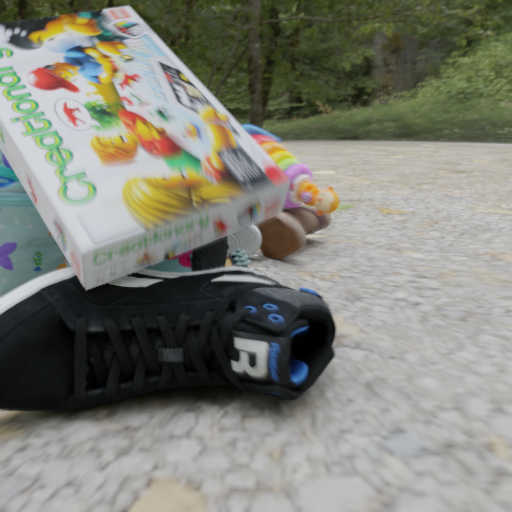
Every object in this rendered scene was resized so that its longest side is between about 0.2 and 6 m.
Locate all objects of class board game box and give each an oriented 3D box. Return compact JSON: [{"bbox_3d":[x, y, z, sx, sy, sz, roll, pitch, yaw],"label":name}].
[{"bbox_3d":[-1.304,-1.194,5.025,1.846,0.506,2.924,-24,60,-30],"label":"board game box"}]

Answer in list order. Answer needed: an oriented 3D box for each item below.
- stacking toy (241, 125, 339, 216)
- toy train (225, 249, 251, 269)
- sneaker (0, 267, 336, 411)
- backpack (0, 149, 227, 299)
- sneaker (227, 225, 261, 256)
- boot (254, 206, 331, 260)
[{"bbox_3d":[0.485,-1.223,9.412,2.240,1.300,1.230,33,15,37],"label":"stacking toy"},{"bbox_3d":[-0.318,0.186,7.680,0.497,0.372,0.872,-16,19,-5],"label":"toy train"},{"bbox_3d":[-0.573,0.625,4.271,2.897,1.058,1.620,-10,13,-37],"label":"sneaker"},{"bbox_3d":[-2.168,-0.555,6.612,3.313,2.494,2.941,-8,18,-15],"label":"backpack"},{"bbox_3d":[-0.941,-0.408,9.107,2.092,0.764,1.170,0,15,3],"label":"sneaker"},{"bbox_3d":[0.618,-0.515,9.455,1.607,0.772,2.198,-12,16,-33],"label":"boot"}]
